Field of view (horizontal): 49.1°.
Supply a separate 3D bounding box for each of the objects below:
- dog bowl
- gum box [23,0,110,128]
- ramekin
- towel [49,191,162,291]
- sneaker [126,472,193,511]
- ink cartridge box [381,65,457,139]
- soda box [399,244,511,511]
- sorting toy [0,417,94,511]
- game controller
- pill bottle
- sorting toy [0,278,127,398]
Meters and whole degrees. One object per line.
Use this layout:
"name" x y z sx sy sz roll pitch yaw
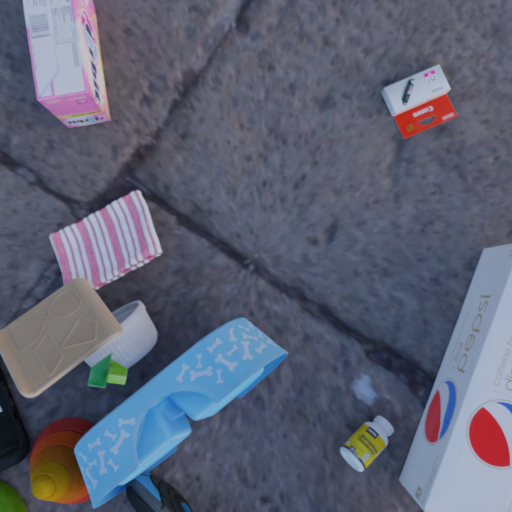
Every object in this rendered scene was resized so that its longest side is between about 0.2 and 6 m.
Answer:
"dog bowl" -1.198 2.304 8.592 3.636 2.027 0.901 -39 76 -2
"gum box" -3.120 -3.542 9.203 0.810 1.390 2.449 -9 86 -1
"ramekin" -2.193 1.352 8.970 1.277 1.277 0.670 -33 104 -2
"towel" -2.483 -0.195 9.180 1.755 0.262 1.284 -27 66 5
"sneaker" -1.282 4.740 8.816 1.155 1.033 2.821 -37 88 -2
"ink cartridge box" 2.863 -2.675 9.737 1.074 0.234 0.932 -24 85 -2
"soda box" 3.743 2.013 8.799 1.360 1.455 4.272 21 86 1
"sorting toy" -4.286 4.238 8.653 4.314 1.486 1.496 -35 87 -3
"game controller" -4.626 2.552 9.316 1.145 0.462 2.195 -23 87 -11
"pill bottle" 1.828 3.044 9.154 0.878 0.492 0.492 -39 87 -20
"sorting toy" -2.728 1.360 8.097 1.594 0.317 2.156 -35 50 -17
